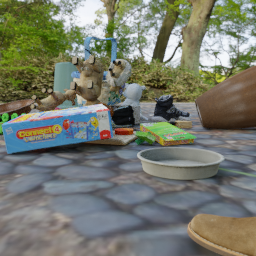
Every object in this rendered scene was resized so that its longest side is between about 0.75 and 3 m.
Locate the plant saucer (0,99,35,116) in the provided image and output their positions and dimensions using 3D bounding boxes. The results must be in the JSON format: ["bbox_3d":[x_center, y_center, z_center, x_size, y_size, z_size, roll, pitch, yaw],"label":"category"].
[{"bbox_3d":[-5.190,-0.593,11.532,2.768,0.477,2.768,-9,18,3],"label":"plant saucer"}]

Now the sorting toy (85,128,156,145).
[{"bbox_3d":[-0.199,0.186,7.666,2.234,0.329,1.651,2,7,21],"label":"sorting toy"}]

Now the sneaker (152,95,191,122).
[{"bbox_3d":[2.130,-0.926,13.178,2.218,1.262,0.837,-4,8,-32],"label":"sneaker"}]

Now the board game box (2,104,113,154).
[{"bbox_3d":[-1.652,-0.081,7.087,2.283,0.651,2.331,-8,9,-9],"label":"board game box"}]

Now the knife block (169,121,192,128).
[{"bbox_3d":[1.972,-0.119,10.653,0.793,0.254,0.696,4,9,27],"label":"knife block"}]

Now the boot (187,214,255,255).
[{"bbox_3d":[1.144,0.744,2.104,1.386,0.523,0.510,2,9,25],"label":"boot"}]

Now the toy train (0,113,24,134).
[{"bbox_3d":[-3.929,-0.122,8.855,2.391,0.674,0.499,2,-3,23],"label":"toy train"}]

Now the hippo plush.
[{"bbox_3d":[-0.011,-1.367,14.464,1.822,1.840,2.288,-1,7,-6],"label":"hippo plush"}]

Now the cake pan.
[{"bbox_3d":[0.861,0.568,4.678,1.416,0.260,1.416,0,6,0],"label":"cake pan"}]

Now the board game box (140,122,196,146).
[{"bbox_3d":[1.043,0.144,7.669,0.870,0.273,1.821,-4,12,-17],"label":"board game box"}]

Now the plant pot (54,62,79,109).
[{"bbox_3d":[-2.561,-1.800,14.150,2.860,2.801,2.860,-1,6,0],"label":"plant pot"}]

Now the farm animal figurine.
[{"bbox_3d":[-1.549,-1.170,9.740,2.966,2.934,1.547,17,-7,18],"label":"farm animal figurine"}]

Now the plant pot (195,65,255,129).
[{"bbox_3d":[3.759,-0.869,10.261,2.372,2.217,2.217,-15,4,11],"label":"plant pot"}]

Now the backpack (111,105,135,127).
[{"bbox_3d":[-0.334,-0.393,10.949,0.822,0.872,1.069,-6,8,39],"label":"backpack"}]

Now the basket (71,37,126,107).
[{"bbox_3d":[-1.060,-2.251,11.457,1.947,2.799,2.468,6,18,23],"label":"basket"}]

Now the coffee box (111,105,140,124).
[{"bbox_3d":[-0.582,-0.610,12.471,2.007,0.801,1.134,4,8,31],"label":"coffee box"}]
